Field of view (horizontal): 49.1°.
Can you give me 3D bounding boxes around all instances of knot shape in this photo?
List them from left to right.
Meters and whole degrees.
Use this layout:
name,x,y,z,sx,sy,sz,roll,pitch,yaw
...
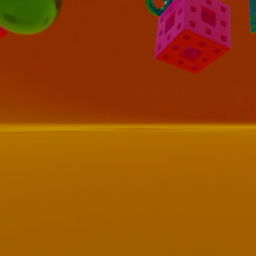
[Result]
name,x,y,z,sx,sy,sz,roll,pitch,yaw
knot shape,1.149,-3.662,7.444,1.255,0.620,1.341,-40,-3,-41

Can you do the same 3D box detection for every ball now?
name,x,y,z,sx,sy,sz,roll,pitch,yaw
ball,-1.553,-1.980,4.102,1.172,1.172,1.172,0,1,0

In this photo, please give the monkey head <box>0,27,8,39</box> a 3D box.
name,x,y,z,sx,sy,sz,roll,pitch,yaw
monkey head,-4.342,-3.378,9.246,0.672,0.803,1.116,-23,32,19

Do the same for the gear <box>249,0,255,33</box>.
name,x,y,z,sx,sy,sz,roll,pitch,yaw
gear,3.723,-3.457,8.267,0.228,1.232,1.232,-2,0,26

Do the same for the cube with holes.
name,x,y,z,sx,sy,sz,roll,pitch,yaw
cube with holes,1.508,-2.254,6.629,1.223,1.223,1.223,16,-23,-20
